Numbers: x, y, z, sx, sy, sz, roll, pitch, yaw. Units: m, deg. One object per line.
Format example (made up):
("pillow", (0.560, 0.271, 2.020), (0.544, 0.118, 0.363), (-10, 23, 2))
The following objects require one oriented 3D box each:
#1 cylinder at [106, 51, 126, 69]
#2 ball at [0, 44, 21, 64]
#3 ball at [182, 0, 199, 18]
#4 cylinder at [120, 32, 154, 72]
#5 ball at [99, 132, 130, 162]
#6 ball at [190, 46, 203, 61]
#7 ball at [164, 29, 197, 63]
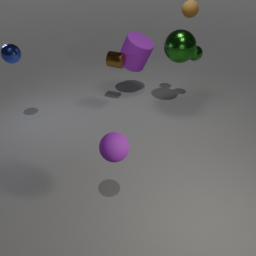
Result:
("cylinder", (-0.550, -3.096, 12.699), (0.700, 0.700, 0.700), (14, 34, 18))
("ball", (-4.227, -2.685, 10.123), (0.700, 0.700, 0.700), (0, 31, 0))
("ball", (2.606, -4.981, 11.717), (0.700, 0.700, 0.700), (0, 31, 0))
("cylinder", (0.371, -3.705, 13.670), (1.400, 1.400, 1.400), (15, 44, -15))
("ball", (-0.314, 0.441, 6.440), (0.700, 0.700, 0.700), (0, 31, 0))
("ball", (3.083, -3.441, 12.889), (0.700, 0.700, 0.700), (0, 31, 0))
("ball", (2.262, -3.541, 12.153), (1.400, 1.400, 1.400), (0, 31, 0))
